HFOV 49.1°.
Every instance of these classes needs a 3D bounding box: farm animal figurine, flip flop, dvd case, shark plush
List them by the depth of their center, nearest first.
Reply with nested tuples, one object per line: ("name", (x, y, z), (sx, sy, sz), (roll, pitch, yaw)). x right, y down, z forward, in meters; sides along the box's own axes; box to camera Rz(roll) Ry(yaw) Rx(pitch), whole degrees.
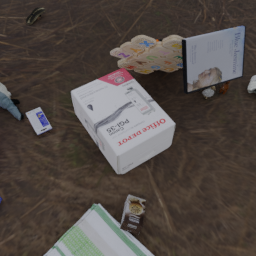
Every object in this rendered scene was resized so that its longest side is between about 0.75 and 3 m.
("dvd case", (2.646, -2.079, 8.537), (2.281, 1.628, 0.200), (-18, 28, -20))
("shark plush", (-4.868, -1.071, 9.940), (2.937, 1.334, 1.223), (33, 79, -2))
("farm animal figurine", (3.057, -1.846, 10.291), (1.343, 0.708, 1.358), (-22, 57, -15))
("flip flop", (-4.254, -5.155, 12.954), (0.457, 0.325, 1.127), (30, 75, 16))

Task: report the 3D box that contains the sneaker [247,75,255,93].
("sneaker", (5.103, -1.241, 9.998), (1.671, 0.628, 0.677), (28, 74, 20))

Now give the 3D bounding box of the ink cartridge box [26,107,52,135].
("ink cartridge box", (-2.989, -0.207, 9.430), (0.523, 0.205, 1.104), (-27, 56, -19))

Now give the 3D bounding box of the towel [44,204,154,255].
("towel", (-1.037, 3.481, 6.618), (2.199, 0.452, 2.947), (37, 62, 24))

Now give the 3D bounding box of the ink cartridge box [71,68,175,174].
("ink cartridge box", (-0.187, -0.317, 8.885), (2.107, 1.191, 2.876), (-28, 59, -19))

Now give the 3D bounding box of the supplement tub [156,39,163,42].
("supplement tub", (1.541, -2.895, 10.829), (1.741, 1.067, 1.067), (-5, 54, -3))

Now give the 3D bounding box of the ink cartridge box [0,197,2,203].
("ink cartridge box", (-4.101, 2.061, 7.774), (1.026, 0.227, 0.482), (8, 56, 6))

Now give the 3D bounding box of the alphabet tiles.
("alphabet tiles", (0.988, -2.367, 9.426), (2.835, 2.898, 0.212), (7, 80, -36))

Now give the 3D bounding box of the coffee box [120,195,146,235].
("coffee box", (0.144, 2.244, 7.309), (0.511, 0.361, 0.905), (19, 32, -3))
